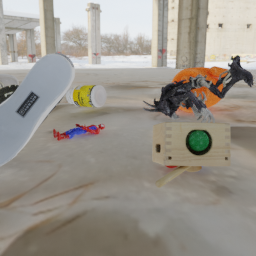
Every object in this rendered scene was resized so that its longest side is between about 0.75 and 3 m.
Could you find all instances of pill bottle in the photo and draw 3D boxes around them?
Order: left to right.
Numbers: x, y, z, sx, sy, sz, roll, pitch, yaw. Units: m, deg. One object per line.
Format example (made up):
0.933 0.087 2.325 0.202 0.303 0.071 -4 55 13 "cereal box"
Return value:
-1.416 -1.064 9.337 1.279 0.719 0.719 5 14 33 "pill bottle"

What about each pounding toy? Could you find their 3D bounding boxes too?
0.866 0.369 4.246 1.133 0.875 1.231 1 -3 -6 "pounding toy"

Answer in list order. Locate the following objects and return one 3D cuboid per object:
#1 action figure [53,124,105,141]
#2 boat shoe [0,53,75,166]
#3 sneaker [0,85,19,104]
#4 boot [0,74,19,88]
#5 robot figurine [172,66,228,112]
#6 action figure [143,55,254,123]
-1.084 0.046 6.533 1.241 0.321 0.406 -7 13 -35 "action figure"
-1.733 -0.261 4.598 0.819 2.341 0.776 39 3 -6 "boat shoe"
-3.803 -0.883 9.305 1.140 0.990 2.574 -10 7 12 "sneaker"
-5.452 -1.471 11.345 1.414 1.088 2.959 17 29 31 "boot"
2.430 -1.340 9.541 1.467 1.809 2.516 28 26 29 "robot figurine"
1.921 -0.811 7.756 2.884 1.472 1.714 -24 17 16 "action figure"
